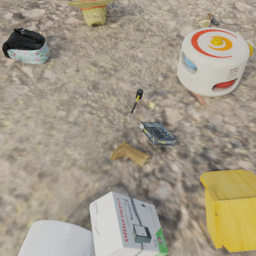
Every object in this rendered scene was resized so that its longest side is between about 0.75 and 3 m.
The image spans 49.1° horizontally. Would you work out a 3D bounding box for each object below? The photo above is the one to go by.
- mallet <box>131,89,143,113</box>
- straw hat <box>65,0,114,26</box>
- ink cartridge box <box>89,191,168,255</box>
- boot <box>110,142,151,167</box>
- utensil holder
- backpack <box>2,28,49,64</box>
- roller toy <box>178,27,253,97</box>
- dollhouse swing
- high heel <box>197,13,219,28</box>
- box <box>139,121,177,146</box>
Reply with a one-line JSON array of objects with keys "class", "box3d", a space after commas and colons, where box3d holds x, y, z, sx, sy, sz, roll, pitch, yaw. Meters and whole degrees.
[{"class": "mallet", "box3d": [0.314, -0.983, 10.004, 0.243, 0.389, 1.181, 19, 40, 3]}, {"class": "straw hat", "box3d": [-1.647, -5.671, 13.744, 2.824, 1.195, 2.824, -6, 28, 3]}, {"class": "ink cartridge box", "box3d": [0.034, 2.438, 6.732, 0.764, 1.817, 1.326, -35, 49, 23]}, {"class": "boot", "box3d": [0.075, 0.927, 8.962, 1.013, 0.335, 0.887, 31, 57, 22]}, {"class": "utensil holder", "box3d": [-1.661, 3.379, 6.007, 1.860, 1.860, 2.188, 7, 48, 6]}, {"class": "backpack", "box3d": [-4.286, -3.454, 12.059, 1.732, 1.096, 1.445, 10, 61, 8]}, {"class": "roller toy", "box3d": [3.293, -2.635, 10.861, 2.715, 1.898, 2.477, 17, 53, 14]}, {"class": "dollhouse swing", "box3d": [3.059, 2.211, 7.902, 1.912, 1.681, 1.738, -4, 92, -4]}, {"class": "high heel", "box3d": [3.828, -5.473, 14.063, 1.354, 0.483, 0.965, -8, 56, -28]}, {"class": "box", "box3d": [0.967, 0.178, 9.124, 0.849, 0.275, 1.076, 3, 30, -32]}]
